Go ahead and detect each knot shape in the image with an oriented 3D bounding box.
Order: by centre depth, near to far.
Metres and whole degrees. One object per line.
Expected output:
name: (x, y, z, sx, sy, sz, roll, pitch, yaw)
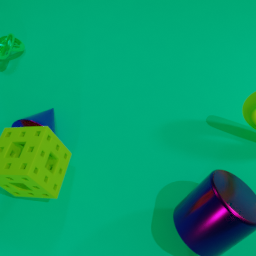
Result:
knot shape: (-3.740, -2.344, 8.246, 1.181, 1.262, 0.583, -21, 114, 1)

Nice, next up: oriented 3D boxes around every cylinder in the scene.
cylinder: (1.921, 1.845, 6.050, 1.384, 1.384, 1.384, 25, 32, -17)

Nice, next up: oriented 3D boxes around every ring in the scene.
ring: (3.677, -0.359, 6.771, 1.718, 1.718, 0.344, 21, 60, 8)

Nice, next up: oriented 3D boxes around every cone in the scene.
cone: (-2.255, -0.157, 7.519, 1.211, 1.211, 1.216, 14, 45, 5)

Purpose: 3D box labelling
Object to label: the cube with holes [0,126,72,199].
cube with holes: (-2.272, 0.814, 6.531, 1.210, 1.210, 1.210, -2, 54, 20)
